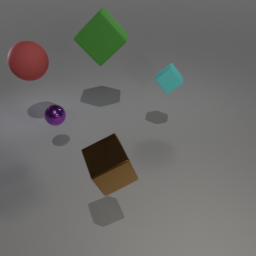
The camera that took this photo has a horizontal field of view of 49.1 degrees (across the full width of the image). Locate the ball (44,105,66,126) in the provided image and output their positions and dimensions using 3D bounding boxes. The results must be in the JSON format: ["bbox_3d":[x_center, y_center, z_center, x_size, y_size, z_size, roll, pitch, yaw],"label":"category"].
[{"bbox_3d":[-2.404,-0.424,9.241,0.700,0.700,0.700,0,33,0],"label":"ball"}]

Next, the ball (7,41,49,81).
[{"bbox_3d":[-3.572,-2.405,10.068,1.400,1.400,1.400,0,33,0],"label":"ball"}]

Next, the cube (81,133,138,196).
[{"bbox_3d":[-0.324,0.666,5.074,0.700,0.700,0.700,-27,48,-2],"label":"cube"}]

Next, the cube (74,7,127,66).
[{"bbox_3d":[-0.999,-3.496,10.687,1.400,1.400,1.400,-39,22,20],"label":"cube"}]

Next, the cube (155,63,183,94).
[{"bbox_3d":[1.475,-1.759,9.990,0.700,0.700,0.700,-34,16,25],"label":"cube"}]
